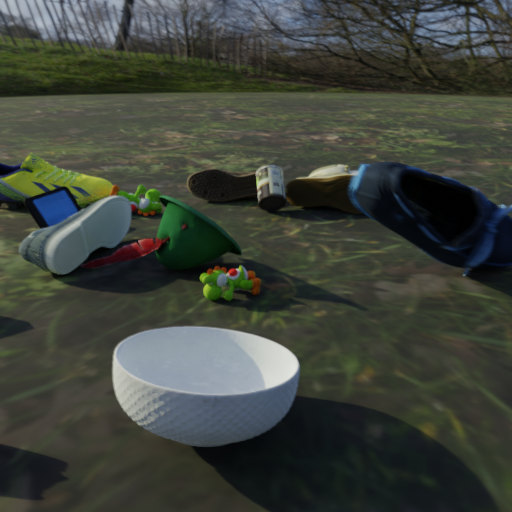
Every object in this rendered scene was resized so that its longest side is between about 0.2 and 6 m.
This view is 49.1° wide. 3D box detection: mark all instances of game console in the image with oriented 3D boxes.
[{"bbox_3d":[-3.720,-0.863,11.240,1.172,0.776,1.333,7,22,19],"label":"game console"}]

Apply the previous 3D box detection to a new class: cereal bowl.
[{"bbox_3d":[-0.488,1.270,5.302,1.760,0.733,1.760,7,9,-1],"label":"cereal bowl"}]

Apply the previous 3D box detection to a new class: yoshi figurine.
[{"bbox_3d":[-2.628,-1.283,12.581,1.200,0.672,0.675,13,11,8],"label":"yoshi figurine"},{"bbox_3d":[-0.422,0.457,8.332,0.904,0.506,0.508,4,-22,-27],"label":"yoshi figurine"}]

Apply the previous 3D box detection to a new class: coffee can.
[{"bbox_3d":[0.332,-1.530,12.691,0.626,0.626,0.856,-2,60,-5],"label":"coffee can"}]

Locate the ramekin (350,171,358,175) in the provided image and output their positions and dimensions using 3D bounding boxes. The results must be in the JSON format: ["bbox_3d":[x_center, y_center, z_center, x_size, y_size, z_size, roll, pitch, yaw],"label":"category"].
[{"bbox_3d":[2.712,-1.908,14.507,0.984,0.458,0.984,0,21,0],"label":"ramekin"}]

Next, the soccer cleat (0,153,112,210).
[{"bbox_3d":[-4.793,-1.720,12.843,3.007,1.258,0.972,2,20,5],"label":"soccer cleat"}]

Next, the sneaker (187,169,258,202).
[{"bbox_3d":[-0.544,-1.691,13.829,2.285,0.805,0.863,0,-1,-4],"label":"sneaker"}]

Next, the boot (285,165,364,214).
[{"bbox_3d":[2.130,-1.641,13.222,2.430,0.876,1.879,5,19,24],"label":"boot"}]

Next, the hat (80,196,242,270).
[{"bbox_3d":[-1.440,0.125,9.178,1.710,1.609,1.942,-55,35,-10],"label":"hat"}]

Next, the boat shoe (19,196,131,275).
[{"bbox_3d":[-3.107,-0.478,9.954,0.813,0.959,2.633,8,26,16],"label":"boat shoe"}]

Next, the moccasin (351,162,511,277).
[{"bbox_3d":[3.001,-0.456,8.546,3.348,1.347,1.142,14,-2,-24],"label":"moccasin"}]
